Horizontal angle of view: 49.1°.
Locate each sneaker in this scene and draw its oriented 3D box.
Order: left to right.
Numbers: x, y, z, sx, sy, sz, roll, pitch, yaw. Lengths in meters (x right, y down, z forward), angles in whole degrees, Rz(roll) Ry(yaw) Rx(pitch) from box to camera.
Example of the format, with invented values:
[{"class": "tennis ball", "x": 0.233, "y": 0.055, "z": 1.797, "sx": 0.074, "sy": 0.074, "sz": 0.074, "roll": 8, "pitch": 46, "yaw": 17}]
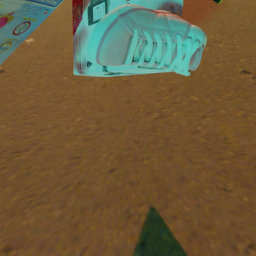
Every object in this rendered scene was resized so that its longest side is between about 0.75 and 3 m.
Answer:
[{"class": "sneaker", "x": 0.364, "y": -0.957, "z": 3.223, "sx": 0.869, "sy": 0.626, "sz": 1.663, "roll": 38, "pitch": 40, "yaw": 21}]

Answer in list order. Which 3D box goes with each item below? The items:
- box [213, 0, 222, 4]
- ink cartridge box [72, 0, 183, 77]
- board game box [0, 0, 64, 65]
[{"class": "box", "x": 2.478, "y": -4.099, "z": 7.855, "sx": 1.053, "sy": 0.841, "sz": 0.260, "roll": 17, "pitch": 54, "yaw": -30}, {"class": "ink cartridge box", "x": -0.156, "y": -2.095, "z": 5.977, "sx": 1.074, "sy": 1.870, "sz": 2.575, "roll": -5, "pitch": 8, "yaw": -36}, {"class": "board game box", "x": -2.255, "y": -1.633, "z": 3.875, "sx": 2.514, "sy": 0.718, "sz": 2.568, "roll": -34, "pitch": 6, "yaw": 21}]
